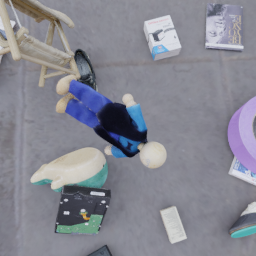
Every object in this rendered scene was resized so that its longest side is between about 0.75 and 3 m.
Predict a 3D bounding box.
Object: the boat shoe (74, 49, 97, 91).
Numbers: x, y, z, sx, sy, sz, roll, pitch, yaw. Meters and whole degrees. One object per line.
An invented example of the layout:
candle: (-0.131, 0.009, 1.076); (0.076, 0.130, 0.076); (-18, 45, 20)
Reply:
boat shoe: (-1.478, -1.771, 9.490); (0.744, 0.660, 1.991); (-6, 78, -1)

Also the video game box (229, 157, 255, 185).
video game box: (4.057, 1.119, 9.046); (1.193, 0.307, 1.310); (23, 79, 2)

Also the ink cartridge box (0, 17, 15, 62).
ink cartridge box: (-5.409, -2.850, 9.599); (2.176, 0.677, 2.704); (19, 64, -10)

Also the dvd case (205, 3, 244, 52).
dvd case: (3.508, -3.668, 10.174); (1.350, 0.145, 1.815); (6, 78, 1)

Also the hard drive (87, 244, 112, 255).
hard drive: (-1.397, 5.011, 8.100); (2.791, 0.459, 1.948); (-29, 79, -6)

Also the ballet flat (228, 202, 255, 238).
ballet flat: (4.228, 2.655, 8.490); (2.605, 0.951, 0.951); (-12, 78, 4)

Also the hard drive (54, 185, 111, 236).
hard drive: (-1.321, 2.381, 7.963); (1.332, 1.907, 0.361); (8, 37, -13)

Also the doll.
doll: (-0.318, -0.034, 5.562); (2.512, 1.714, 0.609); (33, 45, 17)

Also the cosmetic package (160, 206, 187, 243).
cosmetic package: (1.372, 2.942, 8.578); (0.504, 0.425, 0.975); (-16, 78, -4)

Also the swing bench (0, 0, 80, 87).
swing bench: (-2.528, -2.437, 7.182); (1.479, 2.267, 2.279); (-7, 85, 26)

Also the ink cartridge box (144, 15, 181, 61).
ink cartridge box: (1.191, -3.165, 9.850); (0.951, 0.549, 1.311); (-16, 78, -3)

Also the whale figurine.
whale figurine: (-1.708, 1.446, 8.443); (2.349, 1.868, 1.219); (-13, 110, 19)

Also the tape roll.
tape roll: (4.517, 0.219, 8.775); (2.539, 0.833, 2.539); (2, 69, -5)
